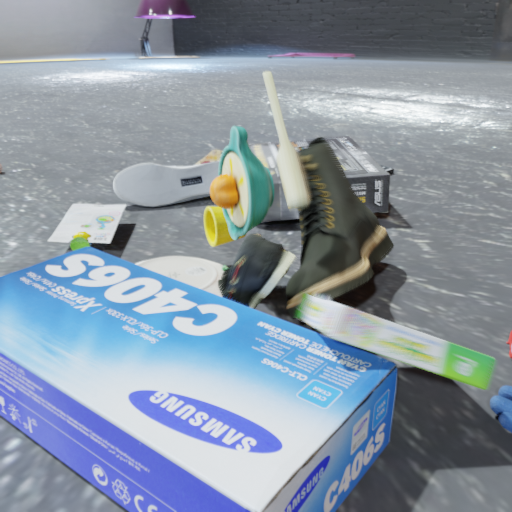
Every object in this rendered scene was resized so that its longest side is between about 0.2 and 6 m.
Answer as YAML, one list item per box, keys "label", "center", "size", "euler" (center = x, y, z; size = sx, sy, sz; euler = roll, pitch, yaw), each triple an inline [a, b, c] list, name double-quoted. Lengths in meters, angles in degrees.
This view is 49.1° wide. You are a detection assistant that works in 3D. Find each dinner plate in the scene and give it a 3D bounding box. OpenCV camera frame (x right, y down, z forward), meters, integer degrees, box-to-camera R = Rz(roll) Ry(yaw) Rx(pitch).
- label: "dinner plate"
  center: [-1.221, 0.367, 8.127]
  size: [1.988, 0.241, 1.988]
  euler: [1, 24, -1]

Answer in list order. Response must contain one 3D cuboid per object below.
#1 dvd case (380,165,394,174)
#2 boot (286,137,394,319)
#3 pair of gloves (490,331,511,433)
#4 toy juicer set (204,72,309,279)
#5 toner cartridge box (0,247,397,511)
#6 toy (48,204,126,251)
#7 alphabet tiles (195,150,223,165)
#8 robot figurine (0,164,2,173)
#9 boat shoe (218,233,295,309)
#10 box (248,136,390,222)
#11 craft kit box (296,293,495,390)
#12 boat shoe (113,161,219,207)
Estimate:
- label: "dvd case"
  center: [2.581, -2.038, 13.535]
  size: [1.241, 0.154, 0.933]
  euler: [-21, 33, -37]
- label: "boot"
  center: [0.744, -0.500, 7.617]
  size: [1.130, 2.018, 2.918]
  euler: [-27, 3, 27]
- label: "pair of gloves"
  center: [3.532, 1.443, 5.652]
  size: [2.057, 0.291, 2.558]
  euler: [10, 25, 26]
- label: "toy juicer set"
  center: [-0.113, -0.610, 7.265]
  size: [0.795, 2.923, 1.859]
  euler: [-9, 58, -21]
- label: "toner cartridge box"
  center: [-1.089, 1.115, 5.528]
  size: [4.378, 0.945, 2.079]
  euler: [17, 29, 33]
- label: "toy"
  center: [-2.873, -0.457, 9.726]
  size: [0.987, 0.405, 1.714]
  euler: [1, 23, -4]
- label: "alphabet tiles"
  center: [-0.230, -2.363, 14.119]
  size: [2.382, 0.075, 1.982]
  euler: [9, 32, 19]
- label: "robot figurine"
  center: [-6.408, -2.128, 13.585]
  size: [0.460, 0.346, 0.287]
  euler: [-5, 5, -11]
- label: "boat shoe"
  center: [-0.110, 0.305, 6.440]
  size: [0.572, 1.826, 0.668]
  euler: [32, 62, 1]
- label: "box"
  center: [1.068, -1.682, 11.640]
  size: [2.576, 0.786, 3.253]
  euler: [-6, 24, -3]
- label: "craft kit box"
  center: [1.254, 0.789, 5.500]
  size: [1.501, 0.364, 1.483]
  euler: [20, 0, -8]
- label: "boat shoe"
  center: [-1.695, -1.506, 11.730]
  size: [2.535, 0.899, 0.885]
  euler: [-11, -1, -15]
